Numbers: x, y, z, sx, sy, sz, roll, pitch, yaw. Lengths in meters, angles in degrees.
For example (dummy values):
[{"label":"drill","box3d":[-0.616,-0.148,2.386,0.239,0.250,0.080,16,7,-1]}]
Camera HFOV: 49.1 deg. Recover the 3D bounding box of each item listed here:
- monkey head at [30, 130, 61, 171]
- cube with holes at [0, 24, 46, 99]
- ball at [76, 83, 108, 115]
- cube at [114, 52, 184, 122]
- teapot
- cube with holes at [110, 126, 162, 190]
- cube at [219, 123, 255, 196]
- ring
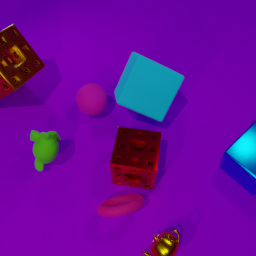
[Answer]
[{"label":"monkey head","box3d":[-2.108,0.430,6.847,0.859,1.193,0.719,22,32,2]},{"label":"cube with holes","box3d":[-3.552,-1.769,7.896,1.383,1.383,1.383,-15,30,37]},{"label":"ball","box3d":[-1.012,-0.812,7.926,0.891,0.891,0.891,0,55,0]},{"label":"cube","box3d":[0.492,-1.117,7.385,1.274,1.274,1.274,22,15,-13]},{"label":"teapot","box3d":[0.692,2.435,5.783,0.513,1.048,0.651,45,22,5]},{"label":"cube with holes","box3d":[0.202,0.751,6.864,1.058,1.058,1.058,8,55,5]},{"label":"cube","box3d":[3.017,0.764,6.707,1.085,1.085,1.085,-41,63,-10]},{"label":"ring","box3d":[-0.166,1.720,6.261,1.074,1.074,0.215,-12,90,-8]}]
